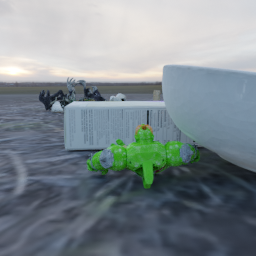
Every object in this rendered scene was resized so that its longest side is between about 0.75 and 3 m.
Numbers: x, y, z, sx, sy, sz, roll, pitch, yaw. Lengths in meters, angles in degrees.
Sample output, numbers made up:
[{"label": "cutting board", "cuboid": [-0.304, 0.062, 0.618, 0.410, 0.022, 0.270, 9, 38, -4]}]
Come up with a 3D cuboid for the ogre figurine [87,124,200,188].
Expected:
[{"label": "ogre figurine", "cuboid": [0.188, 0.311, 2.943, 1.246, 0.611, 0.747, 15, -9, 1]}]

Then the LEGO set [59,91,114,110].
[{"label": "LEGO set", "cuboid": [-1.252, -0.536, 9.055, 1.839, 0.802, 2.832, -4, 22, -12]}]

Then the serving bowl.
[{"label": "serving bowl", "cuboid": [1.742, -0.029, 3.192, 2.877, 0.946, 2.877, 9, 10, -2]}]

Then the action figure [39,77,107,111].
[{"label": "action figure", "cuboid": [-2.170, -1.387, 11.735, 2.876, 1.467, 1.709, -1, -1, 6]}]

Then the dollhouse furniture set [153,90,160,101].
[{"label": "dollhouse furniture set", "cuboid": [1.326, -0.737, 8.238, 1.432, 1.106, 2.865, -1, 8, -13]}]

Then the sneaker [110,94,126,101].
[{"label": "sneaker", "cuboid": [-0.378, -1.529, 15.886, 0.806, 0.664, 1.753, 11, 19, 19]}]

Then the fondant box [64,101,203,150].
[{"label": "fondant box", "cuboid": [0.172, -0.131, 5.308, 2.537, 0.739, 1.830, 0, 8, -7]}]

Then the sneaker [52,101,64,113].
[{"label": "sneaker", "cuboid": [-2.800, -0.801, 11.473, 0.519, 0.441, 1.173, 11, 13, -11]}]
